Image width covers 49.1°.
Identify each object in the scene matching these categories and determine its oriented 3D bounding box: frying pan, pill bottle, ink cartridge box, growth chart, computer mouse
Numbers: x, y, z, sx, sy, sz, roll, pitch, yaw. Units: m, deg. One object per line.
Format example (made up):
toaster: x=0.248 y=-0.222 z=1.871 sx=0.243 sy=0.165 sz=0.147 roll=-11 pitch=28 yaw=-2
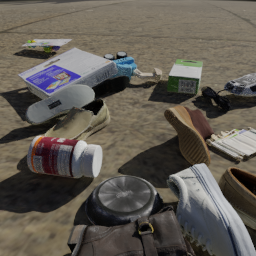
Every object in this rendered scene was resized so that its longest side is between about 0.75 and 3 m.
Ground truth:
frying pan: x=-0.104 y=1.765 z=5.388 sx=1.651 sy=0.444 sz=2.729 roll=1 pitch=27 yaw=3
pill bottle: x=-1.465 y=0.700 z=6.647 sx=1.567 sy=0.895 sz=0.895 roll=6 pitch=31 yaw=10
ink cartridge box: x=-2.458 y=-2.150 z=11.189 sx=2.937 sy=0.643 sz=2.965 roll=-34 pitch=43 yaw=-25
growth chart: x=3.261 y=0.376 z=7.955 sx=1.818 sy=0.161 sz=1.316 roll=-15 pitch=33 yaw=-24
ink cartridge box: x=2.465 y=-2.225 z=11.882 sx=1.218 sy=0.696 sz=2.346 roll=8 pitch=31 yaw=14
computer mouse: x=4.299 y=-1.417 z=10.629 sx=2.959 sy=0.649 sz=1.623 roll=-17 pitch=29 yaw=-16

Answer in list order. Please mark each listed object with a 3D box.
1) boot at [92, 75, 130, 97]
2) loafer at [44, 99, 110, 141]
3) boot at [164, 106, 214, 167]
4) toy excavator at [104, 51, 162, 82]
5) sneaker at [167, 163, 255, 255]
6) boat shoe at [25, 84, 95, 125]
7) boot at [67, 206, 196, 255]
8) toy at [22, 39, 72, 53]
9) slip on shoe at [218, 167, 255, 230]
boot: x=-1.061 y=-1.971 z=11.510 sx=1.869 sy=0.647 sz=1.627 roll=-19 pitch=36 yaw=-26
loafer: x=-1.486 y=-0.154 z=8.138 sx=0.978 sy=0.883 sz=2.585 roll=17 pitch=34 yaw=26
boot: x=1.985 y=0.172 z=7.700 sx=1.644 sy=0.715 sz=1.976 roll=0 pitch=52 yaw=-43
toy excavator: x=0.151 y=-2.449 z=12.200 sx=2.009 sy=1.032 sz=2.066 roll=-21 pitch=49 yaw=-28
sneaker: x=1.413 y=1.750 z=5.016 sx=0.985 sy=1.016 sz=2.781 roll=-20 pitch=27 yaw=3
boat shoe: x=-2.197 y=-0.753 z=9.037 sx=2.311 sy=0.817 sz=0.736 roll=-24 pitch=1 yaw=-24
boot: x=0.049 y=2.076 z=4.139 sx=1.942 sy=0.772 sz=2.231 roll=-9 pitch=31 yaw=3
toy: x=-4.708 y=-4.810 z=16.447 sx=2.541 sy=0.600 sz=1.463 roll=8 pitch=34 yaw=14
slip on shoe: x=2.997 y=1.605 z=5.137 sx=1.077 sy=0.858 sz=2.832 roll=-25 pitch=39 yaw=-36
